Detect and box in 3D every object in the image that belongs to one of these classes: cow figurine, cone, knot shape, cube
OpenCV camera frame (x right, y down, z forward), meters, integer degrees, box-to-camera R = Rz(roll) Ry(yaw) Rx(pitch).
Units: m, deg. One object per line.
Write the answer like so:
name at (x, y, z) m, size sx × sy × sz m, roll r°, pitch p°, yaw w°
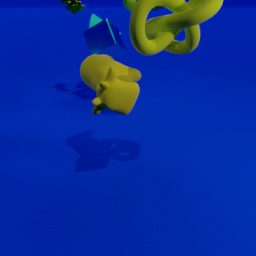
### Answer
cow figurine at (-1.798, -4.292, 9.462) m, size 0.962 × 0.537 × 0.978 m, roll 5°, pitch 65°, yaw 34°
cone at (-0.824, -3.680, 10.714) m, size 1.148 × 1.144 × 1.144 m, roll 8°, pitch 26°, yaw 0°
knot shape at (0.772, -1.749, 4.881) m, size 1.611 × 0.744 × 1.507 m, roll -19°, pitch -11°, yaw -2°
cube at (-0.801, -3.002, 9.821) m, size 0.991 × 0.991 × 0.991 m, roll -24°, pitch -10°, yaw 18°
cow figurine at (-0.446, -0.943, 5.680) m, size 1.745 × 0.958 × 1.717 m, roll 34°, pitch 24°, yaw 23°

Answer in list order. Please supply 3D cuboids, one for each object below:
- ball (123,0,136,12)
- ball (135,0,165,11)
ball at (0.243, -4.924, 10.741) m, size 0.878 × 0.878 × 0.878 m, roll 0°, pitch 26°, yaw 0°
ball at (0.647, -3.503, 6.891) m, size 1.144 × 1.144 × 1.144 m, roll 0°, pitch 26°, yaw 0°
